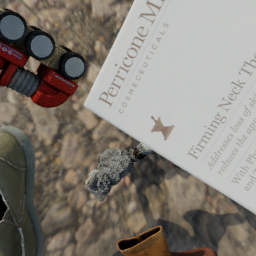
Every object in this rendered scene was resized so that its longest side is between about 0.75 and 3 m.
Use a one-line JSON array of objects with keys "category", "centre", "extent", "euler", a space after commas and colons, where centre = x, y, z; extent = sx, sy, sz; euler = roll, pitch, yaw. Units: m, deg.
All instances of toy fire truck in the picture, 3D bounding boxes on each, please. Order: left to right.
[{"category": "toy fire truck", "centre": [-1.971, -0.786, 5.056], "extent": [1.851, 1.353, 2.103], "euler": [29, 98, -37]}]

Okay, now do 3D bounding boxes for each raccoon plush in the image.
[{"category": "raccoon plush", "centre": [-0.222, 0.698, 5.004], "extent": [0.647, 0.897, 1.338], "euler": [41, 117, -4]}]

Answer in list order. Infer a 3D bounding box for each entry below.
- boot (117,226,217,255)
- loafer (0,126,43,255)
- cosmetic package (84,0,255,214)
[{"category": "boot", "centre": [0.613, 1.759, 4.028], "extent": [1.194, 0.434, 1.269], "euler": [-20, 122, 9]}, {"category": "loafer", "centre": [-2.180, 1.460, 4.674], "extent": [1.105, 1.023, 2.937], "euler": [7, 107, 23]}, {"category": "cosmetic package", "centre": [1.398, -0.679, 4.255], "extent": [2.825, 2.350, 2.364], "euler": [31, 106, 11]}]
